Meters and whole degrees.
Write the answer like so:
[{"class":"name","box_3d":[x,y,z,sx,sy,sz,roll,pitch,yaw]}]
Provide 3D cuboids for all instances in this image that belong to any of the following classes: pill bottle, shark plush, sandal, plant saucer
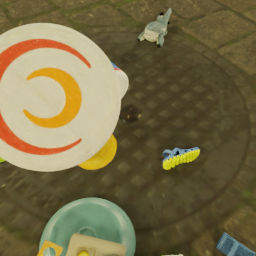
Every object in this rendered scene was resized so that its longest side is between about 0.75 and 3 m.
[{"class":"pill bottle","box_3d":[-1.274,-1.901,9.451,1.420,1.420,2.530,-33,58,-24]},{"class":"shark plush","box_3d":[1.409,-4.308,11.679,1.096,1.005,2.413,34,58,24]},{"class":"sandal","box_3d":[1.467,0.740,7.935,1.181,0.470,0.514,-14,48,-13]},{"class":"plant saucer","box_3d":[-0.945,2.577,6.453,2.259,0.406,2.259,0,51,0]}]

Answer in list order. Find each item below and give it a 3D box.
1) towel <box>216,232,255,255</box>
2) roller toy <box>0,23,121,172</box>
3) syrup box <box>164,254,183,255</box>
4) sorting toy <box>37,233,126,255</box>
[{"class":"towel","box_3d":[2.453,2.806,6.395,0.803,0.195,0.448,32,59,23]},{"class":"roller toy","box_3d":[-1.463,-0.518,5.516,2.791,1.951,2.546,8,88,-10]},{"class":"syrup box","box_3d":[0.241,3.650,4.982,2.701,1.064,1.100,-35,78,-26]},{"class":"sorting toy","box_3d":[-0.749,2.945,5.698,2.313,0.315,1.303,16,72,-6]}]
